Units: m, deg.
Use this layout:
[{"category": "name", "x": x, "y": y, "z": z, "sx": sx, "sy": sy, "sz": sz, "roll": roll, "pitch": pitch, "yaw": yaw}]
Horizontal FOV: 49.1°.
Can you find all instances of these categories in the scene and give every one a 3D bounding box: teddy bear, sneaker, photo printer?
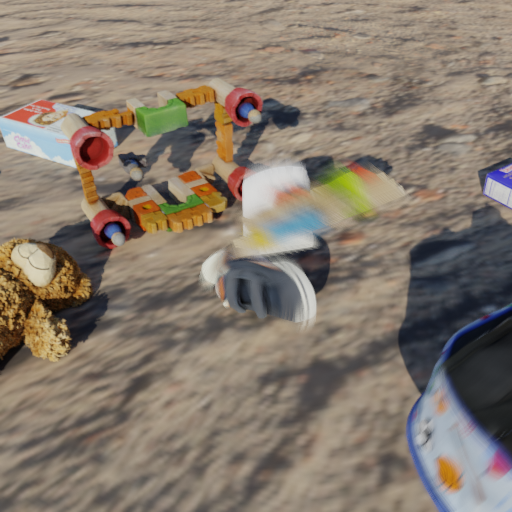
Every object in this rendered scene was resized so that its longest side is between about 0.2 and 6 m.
[{"category": "teddy bear", "x": -3.778, "y": 0.818, "z": 7.702, "sx": 2.444, "sy": 1.125, "sz": 3.370, "roll": 32, "pitch": 48, "yaw": 33}, {"category": "sneaker", "x": -0.038, "y": 0.463, "z": 8.123, "sx": 0.875, "sy": 0.864, "sz": 2.204, "roll": -17, "pitch": 21, "yaw": -26}, {"category": "photo printer", "x": 0.290, "y": -0.667, "z": 7.930, "sx": 1.009, "sy": 0.421, "sz": 1.213, "roll": -9, "pitch": 72, "yaw": 22}]

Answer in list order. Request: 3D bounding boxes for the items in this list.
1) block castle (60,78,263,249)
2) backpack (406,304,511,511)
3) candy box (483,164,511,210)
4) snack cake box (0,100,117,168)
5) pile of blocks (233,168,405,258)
[{"category": "block castle", "x": -1.505, "y": -1.624, "z": 9.970, "sx": 3.413, "sy": 2.280, "sz": 1.601, "roll": -22, "pitch": 43, "yaw": -25}, {"category": "backpack", "x": 2.982, "y": 1.743, "z": 5.338, "sx": 2.957, "sy": 2.392, "sz": 3.105, "roll": -6, "pitch": 36, "yaw": -30}, {"category": "candy box", "x": 5.384, "y": -1.288, "z": 10.967, "sx": 1.154, "sy": 0.526, "sz": 1.365, "roll": -23, "pitch": 44, "yaw": -25}, {"category": "snack cake box", "x": -4.516, "y": -2.825, "z": 12.801, "sx": 2.293, "sy": 0.771, "sz": 1.319, "roll": 18, "pitch": 43, "yaw": 23}, {"category": "pile of blocks", "x": 0.690, "y": -0.670, "z": 7.076, "sx": 2.210, "sy": 0.687, "sz": 0.907, "roll": -21, "pitch": -1, "yaw": 2}]
